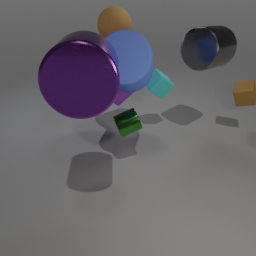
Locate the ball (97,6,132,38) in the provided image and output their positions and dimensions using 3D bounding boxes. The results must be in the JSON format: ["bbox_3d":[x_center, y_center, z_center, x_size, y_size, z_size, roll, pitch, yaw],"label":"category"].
[{"bbox_3d":[-0.542,-4.179,11.351,1.400,1.400,1.400,0,29,0],"label":"ball"}]

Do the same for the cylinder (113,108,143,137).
[{"bbox_3d":[-0.010,-0.168,8.543,0.700,0.700,0.700,-24,31,-1],"label":"cylinder"}]

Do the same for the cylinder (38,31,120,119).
[{"bbox_3d":[-0.873,-1.071,5.403,1.400,1.400,1.400,-1,26,-3],"label":"cylinder"}]

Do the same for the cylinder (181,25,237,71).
[{"bbox_3d":[2.748,-2.731,9.536,1.400,1.400,1.400,24,32,37],"label":"cylinder"}]

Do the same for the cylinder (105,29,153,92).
[{"bbox_3d":[-0.022,-1.754,7.612,1.400,1.400,1.400,3,-1,6],"label":"cylinder"}]

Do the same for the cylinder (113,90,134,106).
[{"bbox_3d":[-0.303,-1.783,10.336,1.400,1.400,1.400,-41,32,7],"label":"cylinder"}]

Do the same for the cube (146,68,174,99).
[{"bbox_3d":[1.151,-1.648,10.451,0.700,0.700,0.700,26,26,-37],"label":"cube"}]

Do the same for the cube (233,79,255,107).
[{"bbox_3d":[4.402,-1.308,10.528,0.700,0.700,0.700,-3,43,32],"label":"cube"}]
